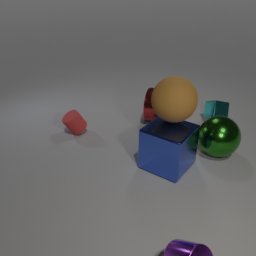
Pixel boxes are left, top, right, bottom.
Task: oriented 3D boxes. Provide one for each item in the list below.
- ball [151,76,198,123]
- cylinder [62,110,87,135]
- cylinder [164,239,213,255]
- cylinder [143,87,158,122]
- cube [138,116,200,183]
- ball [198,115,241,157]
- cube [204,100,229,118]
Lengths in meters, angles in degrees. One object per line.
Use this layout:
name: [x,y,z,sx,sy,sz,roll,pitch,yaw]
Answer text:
ball: [1.404,-0.862,8.469,1.400,1.400,1.400,0,29,0]
cylinder: [-2.042,-0.225,10.723,0.700,0.700,0.700,-21,40,18]
cylinder: [1.162,2.551,5.388,0.700,0.700,0.700,-22,1,-34]
cylinder: [1.464,-0.891,11.469,1.400,1.400,1.400,9,30,15]
cube: [1.271,0.582,8.795,1.400,1.400,1.400,19,34,31]
ball: [3.042,0.281,9.378,1.400,1.400,1.400,0,29,0]
cube: [3.649,-0.734,11.561,0.700,0.700,0.700,7,0,-19]
